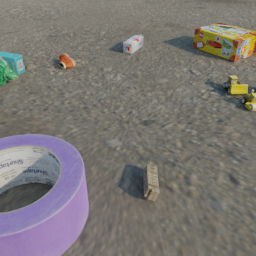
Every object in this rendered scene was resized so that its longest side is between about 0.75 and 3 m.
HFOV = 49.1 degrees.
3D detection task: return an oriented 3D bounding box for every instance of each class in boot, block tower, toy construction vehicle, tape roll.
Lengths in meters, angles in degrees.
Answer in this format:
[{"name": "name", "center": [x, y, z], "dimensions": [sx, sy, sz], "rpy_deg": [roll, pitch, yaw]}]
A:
[{"name": "boot", "center": [-2.772, -2.869, 12.026], "dimensions": [0.616, 0.431, 1.149], "rpy_deg": [-28, 44, -27]}, {"name": "block tower", "center": [0.498, 1.150, 6.106], "dimensions": [0.254, 0.272, 0.942], "rpy_deg": [19, 25, -9]}, {"name": "toy construction vehicle", "center": [4.380, -1.322, 9.499], "dimensions": [1.669, 0.675, 1.917], "rpy_deg": [-2, 34, -4]}, {"name": "tape roll", "center": [-2.078, 1.280, 5.328], "dimensions": [2.579, 1.096, 2.579], "rpy_deg": [1, 34, 0]}]

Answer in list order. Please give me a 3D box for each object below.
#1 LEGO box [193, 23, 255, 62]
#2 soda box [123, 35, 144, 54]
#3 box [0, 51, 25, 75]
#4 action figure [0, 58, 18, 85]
[{"name": "LEGO box", "center": [4.721, -4.172, 13.401], "dimensions": [1.882, 0.975, 2.527], "rpy_deg": [-22, 40, -29]}, {"name": "soda box", "center": [0.266, -4.115, 13.741], "dimensions": [0.476, 0.513, 1.502], "rpy_deg": [15, 37, 21]}, {"name": "box", "center": [-5.122, -2.717, 11.513], "dimensions": [1.732, 0.713, 0.426], "rpy_deg": [13, 36, 18]}, {"name": "action figure", "center": [-5.279, -2.370, 10.645], "dimensions": [2.784, 1.645, 0.761], "rpy_deg": [27, 29, 21]}]
